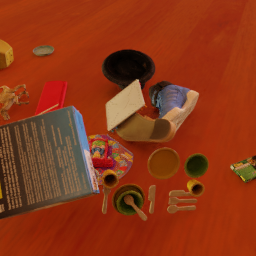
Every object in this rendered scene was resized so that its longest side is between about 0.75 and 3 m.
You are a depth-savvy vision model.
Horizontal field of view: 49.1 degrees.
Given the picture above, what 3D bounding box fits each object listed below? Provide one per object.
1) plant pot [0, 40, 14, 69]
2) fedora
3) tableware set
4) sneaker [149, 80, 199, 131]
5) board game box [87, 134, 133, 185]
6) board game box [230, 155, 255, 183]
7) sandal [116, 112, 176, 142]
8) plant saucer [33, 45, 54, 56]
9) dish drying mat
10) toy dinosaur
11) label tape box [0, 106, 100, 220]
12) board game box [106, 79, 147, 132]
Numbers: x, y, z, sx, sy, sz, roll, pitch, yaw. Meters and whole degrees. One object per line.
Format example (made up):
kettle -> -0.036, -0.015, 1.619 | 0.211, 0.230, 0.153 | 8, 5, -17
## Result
plant pot -> -6.220, -3.500, 13.364 | 1.236, 1.208, 1.201 | 11, 41, 1
fedora -> 0.028, -2.272, 11.854 | 2.376, 1.085, 2.376 | -3, 51, 4
tableware set -> 0.683, 1.395, 6.973 | 2.711, 1.826, 0.416 | 2, 12, -11
sneaker -> 1.284, -0.795, 10.154 | 1.657, 1.143, 2.978 | 27, 43, 20
board game box -> -0.903, 0.789, 8.896 | 1.717, 0.423, 2.173 | -32, 51, -30
board game box -> 3.916, 1.201, 8.654 | 1.326, 0.156, 0.695 | -16, 46, -18
sandal -> 0.677, 0.121, 9.336 | 2.766, 0.910, 1.014 | 10, 76, 53
plant saucer -> -4.440, -4.063, 14.758 | 1.087, 0.149, 1.087 | 1, 41, -1
dish drying mat -> -3.083, -1.207, 11.373 | 0.973, 0.231, 2.535 | -3, 41, -2
toy dinosaur -> -4.674, -1.350, 11.185 | 1.252, 0.721, 2.477 | -14, 43, -14
label tape box -> -2.394, 0.924, 6.765 | 2.948, 0.933, 2.126 | -15, 77, 1
board game box -> -0.111, -0.818, 10.208 | 1.646, 0.213, 1.646 | -36, 36, 21
